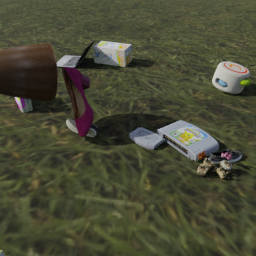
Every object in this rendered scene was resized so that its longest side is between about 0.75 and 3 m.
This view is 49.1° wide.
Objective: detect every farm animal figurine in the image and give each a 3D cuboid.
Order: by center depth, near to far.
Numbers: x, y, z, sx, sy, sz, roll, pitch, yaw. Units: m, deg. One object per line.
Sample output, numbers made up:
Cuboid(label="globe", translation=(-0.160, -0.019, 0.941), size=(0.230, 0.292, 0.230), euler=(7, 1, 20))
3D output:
Cuboid(label="farm animal figurine", translation=(2.192, 0.961, 7.126), size=(0.867, 0.436, 0.700), euler=(7, 52, 4))

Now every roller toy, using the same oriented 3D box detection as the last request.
Cuboid(label="roller toy", translation=(4.063, -1.977, 11.142), size=(1.258, 0.963, 1.379), euler=(13, 36, -1))

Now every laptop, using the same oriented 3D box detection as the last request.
Cuboid(label="laptop", translation=(-2.629, -3.709, 13.812), size=(1.768, 1.024, 1.655), euler=(6, 32, 9))

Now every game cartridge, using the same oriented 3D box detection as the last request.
Cuboid(label="game cartridge", translation=(1.770, 0.307, 8.217), size=(1.093, 0.332, 1.640), euler=(-18, 37, -31))
Cuboid(label="game cartridge", translation=(0.534, 0.307, 8.325), size=(0.957, 0.194, 0.638), euler=(26, 37, 34))

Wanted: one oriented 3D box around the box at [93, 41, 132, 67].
Cuboid(label="box", translation=(-0.746, -3.699, 13.930), size=(1.695, 0.859, 0.954), euler=(13, 36, 19))

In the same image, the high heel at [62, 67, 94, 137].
Cuboid(label="high heel", translation=(-1.575, -0.772, 8.193), size=(0.691, 0.985, 2.049), euler=(-23, 63, 34))

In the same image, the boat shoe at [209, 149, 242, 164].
Cuboid(label="boat shoe", translation=(2.642, 0.714, 7.538), size=(0.979, 0.324, 0.342), euler=(-7, 33, -10))

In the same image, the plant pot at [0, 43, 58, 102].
Cuboid(label="plant pot", translation=(-3.041, -1.508, 7.700), size=(1.785, 1.668, 1.668), euler=(-7, 32, -30))

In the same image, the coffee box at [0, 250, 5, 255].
Cuboid(label="coffee box", translation=(-2.480, 2.533, 3.727), size=(1.372, 1.357, 1.370), euler=(4, 33, 7))

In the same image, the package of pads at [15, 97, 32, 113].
Cuboid(label="package of pads", translation=(-3.822, -1.249, 10.020), size=(0.423, 0.957, 1.239), euler=(-17, 36, -26))

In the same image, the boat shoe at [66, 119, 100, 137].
Cuboid(label="boat shoe", translation=(-1.398, -0.051, 8.672), size=(1.085, 0.401, 0.327), euler=(17, 36, 19))
